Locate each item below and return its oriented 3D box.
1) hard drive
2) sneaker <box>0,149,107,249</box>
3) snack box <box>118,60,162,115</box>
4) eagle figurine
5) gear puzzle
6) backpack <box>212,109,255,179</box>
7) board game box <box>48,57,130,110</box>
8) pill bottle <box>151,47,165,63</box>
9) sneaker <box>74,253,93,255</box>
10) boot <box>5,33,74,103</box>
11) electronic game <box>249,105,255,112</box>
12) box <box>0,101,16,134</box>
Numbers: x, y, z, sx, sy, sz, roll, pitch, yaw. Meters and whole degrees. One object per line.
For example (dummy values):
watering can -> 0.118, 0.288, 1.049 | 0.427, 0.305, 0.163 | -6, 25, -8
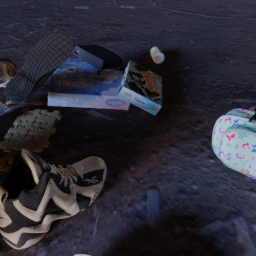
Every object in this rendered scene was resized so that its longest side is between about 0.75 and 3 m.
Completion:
hard drive -> -1.225, -3.009, 11.706 | 1.417, 0.445, 2.101 | -17, 40, -39
sneaker -> -1.640, 1.080, 6.337 | 2.953, 1.922, 1.179 | -29, 46, -34
snack box -> 0.525, -1.588, 10.539 | 1.505, 0.481, 2.591 | 26, 32, -11
eagle figurine -> -4.181, -1.943, 10.692 | 1.688, 2.225, 1.679 | 13, -21, -40
gear puzzle -> -3.069, 0.364, 8.689 | 1.464, 0.370, 2.826 | 5, 40, 4
backpack -> 3.193, 0.372, 7.580 | 1.376, 1.622, 1.827 | -25, 39, -36
board game box -> -1.543, -1.819, 10.879 | 2.885, 0.626, 2.871 | 2, 39, -14
pill bottle -> 1.437, -3.628, 13.861 | 0.555, 0.555, 0.971 | -4, 36, -6
sneaker -> -0.199, 2.998, 4.605 | 2.499, 0.912, 0.964 | 25, 42, 30
boot -> -2.810, -1.889, 8.971 | 2.638, 0.921, 1.737 | -43, 12, -1
electronic game -> 5.257, -0.203, 9.219 | 2.574, 0.536, 2.574 | -2, 31, 1
box -> -4.492, -0.303, 9.216 | 1.152, 0.716, 1.161 | 29, 45, 33
